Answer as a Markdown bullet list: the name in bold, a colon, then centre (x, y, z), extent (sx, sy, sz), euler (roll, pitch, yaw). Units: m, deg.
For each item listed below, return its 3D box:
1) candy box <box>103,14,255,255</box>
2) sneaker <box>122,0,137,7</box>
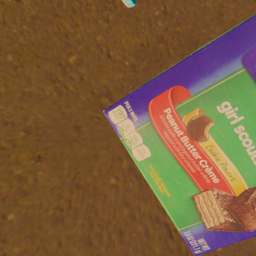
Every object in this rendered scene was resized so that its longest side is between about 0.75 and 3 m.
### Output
- **candy box**: centre (1.628, 0.004, 3.803), extent (2.986, 1.150, 2.524), euler (-30, 96, 20)
- **sneaker**: centre (0.011, -3.620, 5.491), extent (1.020, 2.413, 0.905), euler (-18, 49, 5)
